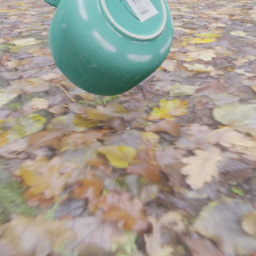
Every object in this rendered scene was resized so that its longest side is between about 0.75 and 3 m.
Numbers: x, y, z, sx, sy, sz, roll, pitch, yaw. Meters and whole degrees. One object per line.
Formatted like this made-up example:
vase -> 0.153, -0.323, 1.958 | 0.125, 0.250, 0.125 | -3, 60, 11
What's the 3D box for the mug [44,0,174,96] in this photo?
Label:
mug -> -0.437, -1.904, 5.210 | 2.647, 2.175, 1.637 | 9, -16, -26
